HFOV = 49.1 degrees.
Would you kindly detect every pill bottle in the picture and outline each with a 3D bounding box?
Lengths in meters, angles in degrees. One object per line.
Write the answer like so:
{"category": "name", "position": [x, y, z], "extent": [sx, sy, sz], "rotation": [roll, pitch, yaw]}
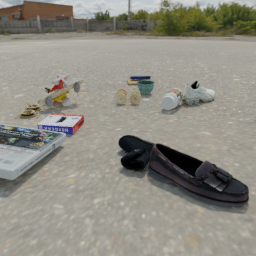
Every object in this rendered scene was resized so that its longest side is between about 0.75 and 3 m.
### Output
{"category": "pill bottle", "position": [2.044, -1.340, 13.018], "extent": [0.771, 0.771, 1.324], "rotation": [10, 26, 22]}

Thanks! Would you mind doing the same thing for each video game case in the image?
{"category": "video game case", "position": [-3.848, 0.555, 8.443], "extent": [2.996, 0.350, 2.724], "rotation": [7, 21, 15]}

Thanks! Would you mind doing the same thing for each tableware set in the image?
{"category": "tableware set", "position": [-4.322, -0.822, 12.382], "extent": [1.004, 0.304, 1.519], "rotation": [-1, 22, -3]}

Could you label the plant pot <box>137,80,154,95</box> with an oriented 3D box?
{"category": "plant pot", "position": [0.962, -2.196, 15.315], "extent": [0.935, 0.627, 0.935], "rotation": [1, 22, 0]}

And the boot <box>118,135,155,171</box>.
{"category": "boot", "position": [0.085, 0.715, 8.309], "extent": [1.435, 0.548, 1.206], "rotation": [14, 25, 27]}

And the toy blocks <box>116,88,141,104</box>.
{"category": "toy blocks", "position": [0.037, -1.676, 14.168], "extent": [1.229, 0.535, 1.474], "rotation": [0, 22, 2]}

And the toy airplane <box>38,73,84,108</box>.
{"category": "toy airplane", "position": [-3.067, -1.673, 13.087], "extent": [1.922, 1.356, 1.914], "rotation": [-30, 4, 13]}

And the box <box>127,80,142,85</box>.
{"category": "box", "position": [0.558, -2.882, 17.653], "extent": [1.174, 0.125, 0.959], "rotation": [-2, 22, -4]}

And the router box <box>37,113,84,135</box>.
{"category": "router box", "position": [-2.536, -0.169, 10.738], "extent": [1.392, 0.340, 1.249], "rotation": [4, 23, 9]}

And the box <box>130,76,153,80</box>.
{"category": "box", "position": [0.917, -3.226, 18.034], "extent": [1.470, 0.238, 0.891], "rotation": [1, 9, 13]}

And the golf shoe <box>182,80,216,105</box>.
{"category": "golf shoe", "position": [3.608, -1.837, 13.881], "extent": [2.208, 1.074, 0.865], "rotation": [-16, 25, -37]}

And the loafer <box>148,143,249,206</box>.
{"category": "loafer", "position": [1.651, 1.099, 6.983], "extent": [2.672, 0.842, 0.960], "rotation": [16, 27, 34]}
